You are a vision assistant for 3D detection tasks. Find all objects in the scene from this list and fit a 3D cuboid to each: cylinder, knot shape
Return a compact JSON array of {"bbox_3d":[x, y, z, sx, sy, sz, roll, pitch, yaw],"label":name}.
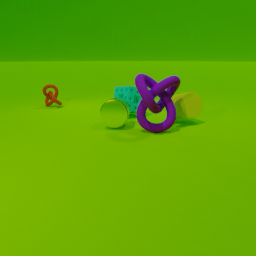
[{"bbox_3d":[-0.385,-0.509,8.922,0.880,0.880,0.880,2,11,6],"label":"cylinder"},{"bbox_3d":[-3.347,-1.440,12.238,1.053,0.986,0.487,14,34,34],"label":"knot shape"},{"bbox_3d":[1.913,-0.740,9.433,0.864,0.864,0.864,-6,3,-20],"label":"cylinder"},{"bbox_3d":[0.852,-0.704,8.232,1.818,1.701,0.840,-4,10,-42],"label":"knot shape"}]

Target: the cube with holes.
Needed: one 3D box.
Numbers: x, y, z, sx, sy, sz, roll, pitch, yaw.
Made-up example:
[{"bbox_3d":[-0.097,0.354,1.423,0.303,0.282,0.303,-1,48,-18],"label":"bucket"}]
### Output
[{"bbox_3d":[0.059,-1.034,10.426,0.863,0.863,0.863,9,-2,-39],"label":"cube with holes"}]
